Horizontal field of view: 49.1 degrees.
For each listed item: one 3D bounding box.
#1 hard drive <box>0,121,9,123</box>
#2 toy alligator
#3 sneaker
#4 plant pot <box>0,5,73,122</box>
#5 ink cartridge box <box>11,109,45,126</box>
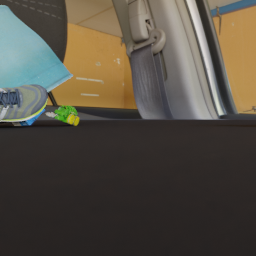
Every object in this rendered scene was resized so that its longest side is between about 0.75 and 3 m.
[{"bbox_3d":[-4.749,-0.418,10.073,0.813,0.255,1.206,-8,-15,-11],"label":"hard drive"},{"bbox_3d":[-2.015,-0.485,8.917,0.615,0.562,2.072,19,-4,11],"label":"toy alligator"},{"bbox_3d":[-3.177,-0.576,6.725,2.472,0.913,1.001,-14,-6,-7],"label":"sneaker"},{"bbox_3d":[-3.681,-2.000,8.583,2.947,2.769,2.947,-29,15,9],"label":"plant pot"},{"bbox_3d":[-3.682,-0.954,8.735,1.321,1.810,0.763,1,44,49],"label":"ink cartridge box"}]
